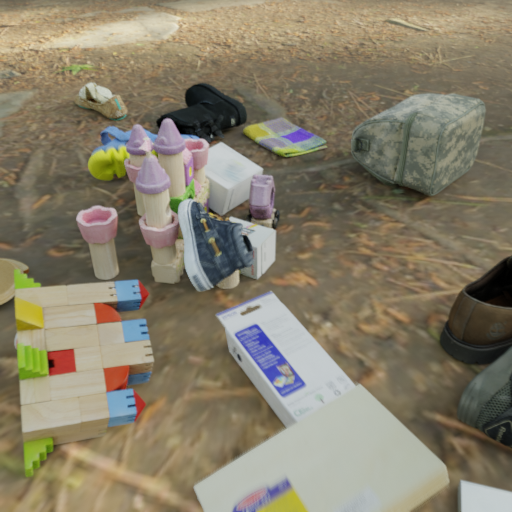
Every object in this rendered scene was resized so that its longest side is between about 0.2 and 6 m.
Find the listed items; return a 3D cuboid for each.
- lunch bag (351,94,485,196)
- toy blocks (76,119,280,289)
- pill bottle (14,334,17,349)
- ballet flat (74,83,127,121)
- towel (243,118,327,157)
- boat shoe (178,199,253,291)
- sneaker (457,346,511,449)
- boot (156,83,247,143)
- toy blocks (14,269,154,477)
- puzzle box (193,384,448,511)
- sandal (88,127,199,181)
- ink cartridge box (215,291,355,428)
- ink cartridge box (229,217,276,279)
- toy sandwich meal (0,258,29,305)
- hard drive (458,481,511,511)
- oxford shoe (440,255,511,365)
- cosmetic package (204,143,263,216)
[{"bbox_3d":[3.444,-2.541,12.004,2.064,1.715,2.461,26,41,32],"label":"lunch bag"},{"bbox_3d":[-1.184,-1.207,9.420,2.938,2.473,2.746,6,35,8],"label":"toy blocks"},{"bbox_3d":[-2.719,1.262,7.518,0.950,0.533,0.533,25,41,22],"label":"pill bottle"},{"bbox_3d":[-4.375,-4.408,15.547,2.253,0.735,0.794,25,52,34],"label":"ballet flat"},{"bbox_3d":[0.677,-2.965,13.948,1.396,0.221,1.944,-18,38,-25],"label":"towel"},{"bbox_3d":[-0.587,-0.309,8.412,0.924,0.720,2.035,-23,38,5],"label":"boat shoe"},{"bbox_3d":[3.660,1.589,6.814,2.350,0.898,1.346,-29,46,-31],"label":"sneaker"},{"bbox_3d":[-1.647,-3.610,14.366,1.984,0.896,2.421,-30,46,-32],"label":"boot"},{"bbox_3d":[-2.041,1.261,6.930,1.655,1.210,2.421,-3,55,-22],"label":"toy blocks"},{"bbox_3d":[0.576,2.290,5.595,2.182,0.277,1.452,-28,30,-12],"label":"puzzle box"},{"bbox_3d":[-2.402,-2.387,12.178,2.492,0.991,1.085,-6,58,-18],"label":"sandal"},{"bbox_3d":[0.350,1.351,7.321,0.976,0.385,1.962,-21,50,-26],"label":"ink cartridge box"},{"bbox_3d":[-0.202,-0.137,9.466,0.906,0.659,0.656,19,39,24],"label":"ink cartridge box"},{"bbox_3d":[-4.202,0.489,8.833,1.224,0.419,1.224,2,43,-2],"label":"toy sandwich meal"},{"bbox_3d":[2.684,2.791,5.683,1.188,0.156,0.784,10,36,13],"label":"hard drive"},{"bbox_3d":[4.005,0.520,8.039,2.942,1.242,1.069,-19,37,-28],"label":"oxford shoe"},{"bbox_3d":[-0.695,-1.574,11.289,1.149,0.709,1.153,35,44,19],"label":"cosmetic package"}]
